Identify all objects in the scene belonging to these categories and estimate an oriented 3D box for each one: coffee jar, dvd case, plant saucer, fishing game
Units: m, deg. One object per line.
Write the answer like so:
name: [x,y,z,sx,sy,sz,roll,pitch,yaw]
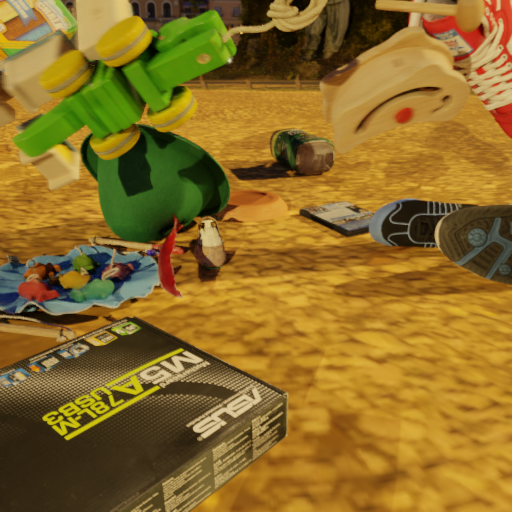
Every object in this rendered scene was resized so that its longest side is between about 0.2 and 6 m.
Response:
coffee jar: [1.179,-2.871,15.186,1.153,0.943,2.210,-9,23,-17]
dvd case: [1.735,-0.731,10.844,1.152,0.142,1.615,-12,25,-26]
plant saucer: [-0.143,-1.064,11.488,1.578,0.295,1.578,1,21,0]
fishing game: [-2.592,0.196,7.939,2.514,0.546,3.511,6,20,18]

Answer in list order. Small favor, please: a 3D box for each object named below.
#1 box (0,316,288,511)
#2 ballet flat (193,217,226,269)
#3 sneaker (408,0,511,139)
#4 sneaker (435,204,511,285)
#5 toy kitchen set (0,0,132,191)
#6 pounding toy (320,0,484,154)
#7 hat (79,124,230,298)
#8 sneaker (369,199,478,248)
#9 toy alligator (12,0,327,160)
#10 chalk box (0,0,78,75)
box: [-1.310,1.426,4.761,2.262,0.557,2.342,16,27,41]
ballet flat: [-0.788,-0.277,9.168,0.519,0.513,1.525,-4,22,-10]
sneaker: [3.496,-2.925,8.471,1.259,3.535,1.988,-17,17,49]
sneaker: [4.150,-0.225,8.480,3.137,1.188,1.209,3,9,-8]
toy kitchen set: [-2.036,-1.905,6.538,1.898,1.520,1.118,-22,53,10]
pounding toy: [1.733,-2.237,6.780,2.132,1.223,1.219,-26,-27,21]
hat: [-1.972,-0.290,9.118,2.674,3.229,2.842,9,66,5]
sneaker: [3.085,-0.531,9.395,2.335,0.819,0.910,-7,15,-20]
toy alligator: [-0.894,-1.829,5.260,3.233,0.959,0.877,-22,43,16]
chalk box: [-3.423,-3.340,8.163,1.077,1.070,1.726,-19,25,49]
